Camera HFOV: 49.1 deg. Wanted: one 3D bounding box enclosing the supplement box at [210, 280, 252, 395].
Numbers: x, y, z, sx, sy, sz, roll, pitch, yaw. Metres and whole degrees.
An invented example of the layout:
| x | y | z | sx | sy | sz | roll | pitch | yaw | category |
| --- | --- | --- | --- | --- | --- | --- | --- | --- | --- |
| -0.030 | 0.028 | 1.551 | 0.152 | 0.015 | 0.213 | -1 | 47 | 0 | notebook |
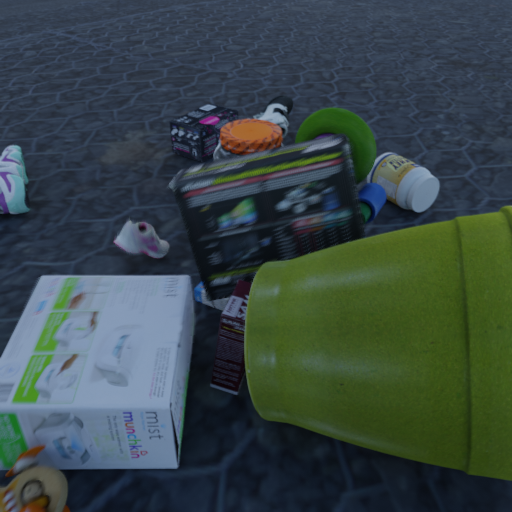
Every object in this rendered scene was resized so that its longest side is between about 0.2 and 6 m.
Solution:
| x | y | z | sx | sy | sz | roll | pitch | yaw | category |
| --- | --- | --- | --- | --- | --- | --- | --- | --- | --- |
| -0.288 | 1.283 | 8.732 | 0.495 | 1.627 | 0.885 | 16 | 39 | 7 | supplement box |

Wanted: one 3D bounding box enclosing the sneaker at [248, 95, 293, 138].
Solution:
| x | y | z | sx | sy | sz | roll | pitch | yaw | category |
| --- | --- | --- | --- | --- | --- | --- | --- | --- | --- |
| 0.588 | -3.867 | 16.533 | 1.137 | 0.952 | 2.570 | 22 | 51 | 27 | sneaker |

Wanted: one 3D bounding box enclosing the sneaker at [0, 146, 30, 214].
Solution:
| x | y | z | sx | sy | sz | roll | pitch | yaw | category |
| --- | --- | --- | --- | --- | --- | --- | --- | --- | --- |
| -6.559 | -1.837 | 13.589 | 1.837 | 1.021 | 2.626 | -11 | 37 | -16 | sneaker |

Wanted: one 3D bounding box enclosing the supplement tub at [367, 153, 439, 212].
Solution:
| x | y | z | sx | sy | sz | roll | pitch | yaw | category |
| --- | --- | --- | --- | --- | --- | --- | --- | --- | --- |
| 3.529 | -1.759 | 13.460 | 1.062 | 1.062 | 1.471 | -22 | 41 | -27 | supplement tub |

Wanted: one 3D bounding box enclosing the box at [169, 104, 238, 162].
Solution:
| x | y | z | sx | sy | sz | roll | pitch | yaw | category |
| --- | --- | --- | --- | --- | --- | --- | --- | --- | --- |
| -1.449 | -3.524 | 15.939 | 1.155 | 1.003 | 1.749 | 21 | 40 | 29 | box |

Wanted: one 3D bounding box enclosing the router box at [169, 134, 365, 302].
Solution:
| x | y | z | sx | sy | sz | roll | pitch | yaw | category |
| --- | --- | --- | --- | --- | --- | --- | --- | --- | --- |
| 0.281 | -0.613 | 9.358 | 2.905 | 2.177 | 0.902 | -11 | 23 | 9 | router box |

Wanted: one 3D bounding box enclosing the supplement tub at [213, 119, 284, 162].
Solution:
| x | y | z | sx | sy | sz | roll | pitch | yaw | category |
| --- | --- | --- | --- | --- | --- | --- | --- | --- | --- |
| -0.104 | -1.438 | 11.740 | 1.559 | 2.545 | 1.559 | 0 | 35 | 0 | supplement tub |

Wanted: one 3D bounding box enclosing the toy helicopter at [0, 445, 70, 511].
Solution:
| x | y | z | sx | sy | sz | roll | pitch | yaw | category |
| --- | --- | --- | --- | --- | --- | --- | --- | --- | --- |
| -3.129 | 3.001 | 7.118 | 1.611 | 0.636 | 1.066 | -9 | 68 | 15 | toy helicopter |

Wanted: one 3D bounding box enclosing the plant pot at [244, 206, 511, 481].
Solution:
| x | y | z | sx | sy | sz | roll | pitch | yaw | category |
| --- | --- | --- | --- | --- | --- | --- | --- | --- | --- |
| 1.751 | 1.190 | 7.818 | 3.425 | 3.557 | 3.557 | -2 | 34 | 17 | plant pot |

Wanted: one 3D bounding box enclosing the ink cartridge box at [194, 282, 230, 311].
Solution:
| x | y | z | sx | sy | sz | roll | pitch | yaw | category |
| --- | --- | --- | --- | --- | --- | --- | --- | --- | --- |
| -0.726 | 0.710 | 10.680 | 0.740 | 0.312 | 0.535 | 18 | 40 | 23 | ink cartridge box |

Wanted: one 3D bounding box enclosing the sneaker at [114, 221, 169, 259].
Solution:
| x | y | z | sx | sy | sz | roll | pitch | yaw | category |
| --- | --- | --- | --- | --- | --- | --- | --- | --- | --- |
| -2.225 | -0.351 | 11.415 | 0.555 | 0.602 | 1.364 | 30 | 9 | 29 | sneaker |

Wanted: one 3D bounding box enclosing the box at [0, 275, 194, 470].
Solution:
| x | y | z | sx | sy | sz | roll | pitch | yaw | category |
| --- | --- | --- | --- | --- | --- | --- | --- | --- | --- |
| -2.302 | 1.602 | 8.494 | 2.523 | 1.383 | 2.860 | 0 | 35 | -2 | box |

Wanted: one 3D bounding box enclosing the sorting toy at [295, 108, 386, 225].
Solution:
| x | y | z | sx | sy | sz | roll | pitch | yaw | category |
| --- | --- | --- | --- | --- | --- | --- | --- | --- | --- |
| 1.366 | -1.058 | 10.552 | 1.894 | 3.153 | 1.294 | 15 | 33 | 21 | sorting toy |
